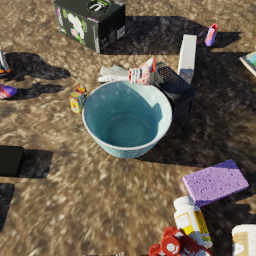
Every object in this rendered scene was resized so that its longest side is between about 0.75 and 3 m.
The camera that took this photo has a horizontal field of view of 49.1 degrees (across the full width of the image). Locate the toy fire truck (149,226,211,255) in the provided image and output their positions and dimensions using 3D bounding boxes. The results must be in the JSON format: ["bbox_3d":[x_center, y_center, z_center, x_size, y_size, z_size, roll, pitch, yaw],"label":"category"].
[{"bbox_3d":[1.231,3.432,7.250,1.275,0.852,1.519,38,95,11],"label":"toy fire truck"}]

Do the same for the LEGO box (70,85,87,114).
[{"bbox_3d":[-1.576,-0.918,9.018,0.298,0.773,0.576,24,62,9],"label":"LEGO box"}]

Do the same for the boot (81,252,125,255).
[{"bbox_3d":[-0.579,4.040,7.143,1.264,0.614,1.678,-8,49,-5],"label":"boot"}]

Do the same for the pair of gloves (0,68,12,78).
[{"bbox_3d":[-5.419,-2.182,11.337,1.298,0.180,1.457,-10,26,-13],"label":"pair of gloves"}]

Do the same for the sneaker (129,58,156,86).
[{"bbox_3d":[0.478,-1.936,9.377,0.873,0.544,1.628,3,38,4],"label":"sneaker"}]

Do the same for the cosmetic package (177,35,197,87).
[{"bbox_3d":[2.453,-2.791,11.725,0.580,0.946,2.292,8,55,8],"label":"cosmetic package"}]

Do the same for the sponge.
[{"bbox_3d":[2.778,1.746,8.938,1.845,0.275,1.029,-17,57,-12],"label":"sponge"}]

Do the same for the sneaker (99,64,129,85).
[{"bbox_3d":[-0.151,-2.148,11.093,2.044,0.755,0.810,0,85,4],"label":"sneaker"}]

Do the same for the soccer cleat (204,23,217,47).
[{"bbox_3d":[3.888,-4.330,13.068,0.455,0.488,1.333,17,57,12],"label":"soccer cleat"}]

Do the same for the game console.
[{"bbox_3d":[-4.418,1.810,8.846,1.722,0.352,2.920,2,55,2],"label":"game console"}]

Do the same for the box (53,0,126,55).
[{"bbox_3d":[-1.703,-5.009,12.838,2.662,1.655,1.977,32,61,20],"label":"box"}]

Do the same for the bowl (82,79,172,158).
[{"bbox_3d":[-0.025,-0.130,9.489,2.867,1.500,2.867,0,55,0],"label":"bowl"}]

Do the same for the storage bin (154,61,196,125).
[{"bbox_3d":[1.377,-1.304,10.342,0.963,1.389,2.054,-27,58,-19],"label":"storage bin"}]

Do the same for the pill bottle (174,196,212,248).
[{"bbox_3d":[1.780,2.708,7.947,0.781,0.781,1.406,-9,56,-6],"label":"pill bottle"}]

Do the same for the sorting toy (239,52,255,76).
[{"bbox_3d":[6.241,-2.723,11.991,2.231,0.407,2.065,-20,57,-14],"label":"sorting toy"}]

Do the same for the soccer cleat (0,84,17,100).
[{"bbox_3d":[-5.310,-1.568,11.018,1.826,0.668,0.623,7,55,5],"label":"soccer cleat"}]

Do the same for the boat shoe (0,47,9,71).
[{"bbox_3d":[-5.525,-2.883,11.886,0.594,0.744,1.968,-25,40,-12],"label":"boat shoe"}]

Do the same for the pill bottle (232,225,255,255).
[{"bbox_3d":[3.259,3.640,7.050,1.186,1.186,2.073,10,56,7],"label":"pill bottle"}]
